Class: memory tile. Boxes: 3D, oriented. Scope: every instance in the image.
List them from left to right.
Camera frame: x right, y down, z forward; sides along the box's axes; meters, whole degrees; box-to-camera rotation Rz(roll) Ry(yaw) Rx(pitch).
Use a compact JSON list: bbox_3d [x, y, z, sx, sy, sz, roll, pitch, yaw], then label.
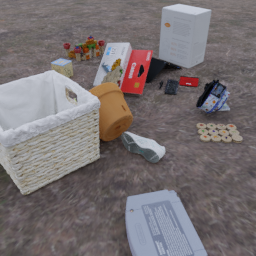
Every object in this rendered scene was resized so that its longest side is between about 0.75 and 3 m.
[{"bbox_3d":[3.388,0.168,10.473,1.530,0.128,1.173,2,34,2],"label":"memory tile"}]

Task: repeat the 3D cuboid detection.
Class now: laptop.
[{"bbox_3d":[1.302,-3.253,15.509,2.193,1.278,2.474,31,19,36],"label":"laptop"}]

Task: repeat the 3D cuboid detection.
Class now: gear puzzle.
[{"bbox_3d":[-0.688,-1.973,12.252,1.375,0.348,2.654,-23,47,43],"label":"gear puzzle"}]

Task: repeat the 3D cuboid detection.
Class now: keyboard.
[{"bbox_3d":[1.962,-2.051,13.725,0.954,0.155,1.501,7,34,10],"label":"keyboard"}]

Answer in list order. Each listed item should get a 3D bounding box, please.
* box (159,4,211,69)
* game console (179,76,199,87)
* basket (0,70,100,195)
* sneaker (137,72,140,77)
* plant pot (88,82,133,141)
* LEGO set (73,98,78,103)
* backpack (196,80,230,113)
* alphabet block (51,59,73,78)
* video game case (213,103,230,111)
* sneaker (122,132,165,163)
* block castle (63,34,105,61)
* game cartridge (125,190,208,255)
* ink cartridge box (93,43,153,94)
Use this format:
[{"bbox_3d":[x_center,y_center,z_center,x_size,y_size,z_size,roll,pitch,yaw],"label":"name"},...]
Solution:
[{"bbox_3d":[3.159,-5.228,15.894,2.235,2.936,1.561,30,44,35],"label":"box"},{"bbox_3d":[3.084,-2.328,14.183,0.921,0.547,0.794,7,66,11],"label":"game console"},{"bbox_3d":[-2.764,0.007,8.711,2.948,2.371,2.921,-25,41,-33],"label":"basket"},{"bbox_3d":[-0.418,-3.134,14.522,2.536,1.039,0.929,22,40,29],"label":"sneaker"},{"bbox_3d":[-0.739,-0.454,9.944,1.936,1.936,1.355,-25,64,-32],"label":"plant pot"},{"bbox_3d":[-1.696,-0.743,11.310,1.849,0.688,0.850,29,44,36],"label":"LEGO set"},{"bbox_3d":[3.384,-1.208,11.337,1.012,1.251,1.313,37,4,1],"label":"backpack"},{"bbox_3d":[-3.428,-3.070,14.623,0.801,0.816,0.797,19,38,25],"label":"alphabet block"},{"bbox_3d":[3.901,-0.968,12.172,0.821,0.096,0.746,-3,35,-4],"label":"video game case"},{"bbox_3d":[0.505,0.594,9.540,1.681,0.591,0.674,30,36,27],"label":"sneaker"},{"bbox_3d":[-2.670,-5.040,17.298,2.273,1.066,1.519,-29,44,-36],"label":"block castle"},{"bbox_3d":[0.793,2.545,6.724,1.592,0.483,2.388,-4,34,-12],"label":"game cartridge"},{"bbox_3d":[-0.201,-2.882,13.306,2.280,0.579,2.588,6,66,20],"label":"ink cartridge box"}]
